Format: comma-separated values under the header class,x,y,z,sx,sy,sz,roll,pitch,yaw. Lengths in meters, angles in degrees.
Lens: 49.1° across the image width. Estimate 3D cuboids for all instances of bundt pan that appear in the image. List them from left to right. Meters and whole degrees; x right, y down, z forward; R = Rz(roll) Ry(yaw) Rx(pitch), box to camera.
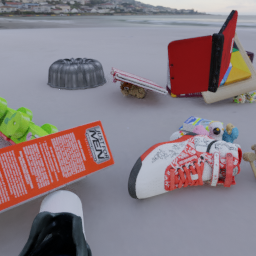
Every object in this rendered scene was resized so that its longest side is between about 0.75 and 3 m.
class,x,y,z,sx,sy,sz,roll,pitch,yaw
bundt pan,-2.176,-2.402,11.887,2.539,0.953,2.539,1,24,0

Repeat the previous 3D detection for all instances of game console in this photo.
class,x,y,z,sx,sy,sz,roll,pitch,yaw
game console,1.142,-1.111,4.296,0.675,1.138,0.980,22,64,24

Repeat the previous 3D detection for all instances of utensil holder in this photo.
class,x,y,z,sx,sy,sz,roll,pitch,yaw
utensil holder,-0.909,1.290,3.763,0.638,0.638,0.750,-5,22,-11

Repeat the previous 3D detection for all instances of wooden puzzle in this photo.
class,x,y,z,sx,sy,sz,roll,pitch,yaw
wooden puzzle,3.069,-2.061,9.127,2.027,2.191,0.408,-16,-14,-8

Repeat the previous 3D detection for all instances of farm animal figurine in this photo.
class,x,y,z,sx,sy,sz,roll,pitch,yaw
farm animal figurine,0.012,-1.445,10.186,1.051,0.655,1.302,11,14,-25

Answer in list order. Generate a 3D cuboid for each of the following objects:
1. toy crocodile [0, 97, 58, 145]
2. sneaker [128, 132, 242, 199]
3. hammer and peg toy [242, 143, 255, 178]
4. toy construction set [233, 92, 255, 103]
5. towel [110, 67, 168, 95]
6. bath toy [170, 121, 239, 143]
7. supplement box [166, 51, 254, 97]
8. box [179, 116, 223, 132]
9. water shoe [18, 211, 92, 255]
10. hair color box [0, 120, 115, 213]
class,x,y,z,sx,sy,sz,roll,pitch,yaw
toy crocodile,-2.526,0.013,6.450,2.908,0.898,0.982,27,-1,38
sneaker,1.150,0.699,4.916,1.253,0.781,2.338,16,25,38
hammer and peg toy,2.564,0.641,5.206,1.054,0.775,0.372,-9,2,-18
toy construction set,3.901,-1.006,9.393,0.890,0.410,0.583,-14,38,-36
towel,0.294,-1.639,9.791,1.776,0.280,2.465,16,14,-11
bath toy,1.672,0.200,6.242,1.458,0.634,0.539,-7,7,-9
supplement box,2.901,-2.045,10.274,2.804,1.547,1.201,-1,23,-3
box,1.905,-0.051,7.349,1.003,0.239,0.612,14,26,28
water shoe,-1.035,1.765,2.033,1.013,1.118,2.833,3,24,8
hair color box,-1.696,0.692,4.249,2.677,0.820,1.359,-18,-1,-37
